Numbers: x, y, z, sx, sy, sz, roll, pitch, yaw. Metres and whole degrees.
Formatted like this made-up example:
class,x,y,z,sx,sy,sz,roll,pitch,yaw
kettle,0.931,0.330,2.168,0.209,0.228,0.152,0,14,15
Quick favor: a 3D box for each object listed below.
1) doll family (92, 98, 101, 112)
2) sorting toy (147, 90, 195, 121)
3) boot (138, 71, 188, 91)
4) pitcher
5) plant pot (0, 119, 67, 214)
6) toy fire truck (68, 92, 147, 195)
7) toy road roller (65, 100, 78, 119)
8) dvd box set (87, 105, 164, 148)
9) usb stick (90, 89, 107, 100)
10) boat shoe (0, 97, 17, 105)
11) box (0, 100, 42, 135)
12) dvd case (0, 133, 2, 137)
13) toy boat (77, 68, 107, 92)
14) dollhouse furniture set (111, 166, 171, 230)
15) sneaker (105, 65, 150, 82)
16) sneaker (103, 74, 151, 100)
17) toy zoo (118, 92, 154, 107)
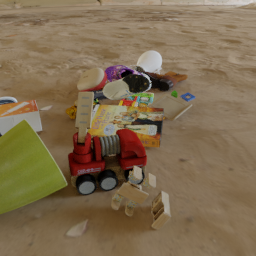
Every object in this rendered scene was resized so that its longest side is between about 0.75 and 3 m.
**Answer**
class,x,y,z,sx,sy,sz,roll,pitch,yaw
doll family,-1.637,-0.971,12.111,0.785,0.533,1.359,17,39,19
sorting toy,1.715,-0.825,11.807,1.503,0.364,2.670,28,48,34
boot,1.809,-2.802,14.977,2.157,0.785,2.292,17,33,28
pitcher,1.270,-3.378,15.719,1.804,1.274,2.102,32,50,12
plant pot,-3.061,1.220,7.080,2.225,2.082,2.082,-33,41,-20
toy fire truck,-0.650,0.334,7.856,2.143,2.435,1.567,-8,32,-13
toy road roller,-2.190,-0.751,11.413,0.575,0.787,0.484,6,20,-42
dvd box set,-0.093,-0.145,10.447,2.760,0.406,2.020,4,37,10
usb stick,-1.246,-1.603,13.286,2.251,0.367,0.624,-15,37,-25
boat shoe,-5.480,-0.606,11.287,2.076,0.735,0.942,-19,35,-17
box,-4.297,-0.333,10.571,1.810,0.882,1.126,-12,32,-20
dvd case,-4.925,0.767,8.716,2.143,0.171,1.594,-31,28,-25
toy boat,-1.583,-2.177,13.680,1.771,1.158,1.156,0,62,53
dollhouse furniture set,0.353,1.772,6.775,1.235,1.134,0.804,28,26,-12
sneaker,-0.272,-2.636,14.001,2.754,1.108,1.217,25,7,37
sneaker,0.016,-1.476,10.277,2.107,0.757,0.764,-5,-9,40
toy zoo,0.367,-1.127,12.610,1.404,0.219,2.140,5,30,9
